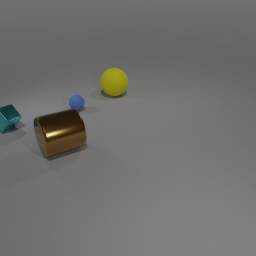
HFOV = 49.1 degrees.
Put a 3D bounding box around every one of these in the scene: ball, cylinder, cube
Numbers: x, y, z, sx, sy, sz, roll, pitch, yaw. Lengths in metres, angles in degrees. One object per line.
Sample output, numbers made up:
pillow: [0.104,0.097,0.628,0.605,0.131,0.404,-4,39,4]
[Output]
ball: [-2.328,-1.160,12.722,0.700,0.700,0.700,0,29,0]
cylinder: [-2.354,0.148,9.682,1.400,1.400,1.400,-17,33,-29]
cube: [-4.789,-0.399,11.060,0.700,0.700,0.700,49,36,6]
ball: [-0.698,-2.326,14.208,1.400,1.400,1.400,0,29,0]
